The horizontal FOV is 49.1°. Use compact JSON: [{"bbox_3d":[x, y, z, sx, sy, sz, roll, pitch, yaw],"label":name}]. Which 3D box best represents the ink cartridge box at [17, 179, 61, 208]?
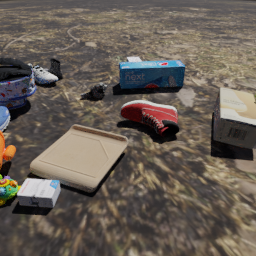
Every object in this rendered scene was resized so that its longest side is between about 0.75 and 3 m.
[{"bbox_3d":[-2.039,1.493,6.472,0.799,0.343,0.585,2,30,5],"label":"ink cartridge box"}]

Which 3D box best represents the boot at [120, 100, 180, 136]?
[{"bbox_3d":[0.676,-0.265,9.136,1.960,0.710,1.414,5,32,2],"label":"boot"}]

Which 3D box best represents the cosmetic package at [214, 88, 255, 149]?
[{"bbox_3d":[3.471,-0.407,9.082,1.232,0.833,2.343,13,33,8],"label":"cosmetic package"}]

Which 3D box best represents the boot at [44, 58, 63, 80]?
[{"bbox_3d":[-3.593,-2.898,13.318,1.372,0.903,0.479,20,37,30],"label":"boot"}]

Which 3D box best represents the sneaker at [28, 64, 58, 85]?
[{"bbox_3d":[-4.004,-2.459,12.792,1.965,0.712,0.706,20,35,28],"label":"sneaker"}]

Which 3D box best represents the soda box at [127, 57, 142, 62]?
[{"bbox_3d":[0.401,-2.907,13.632,0.643,0.601,1.888,-5,32,-8],"label":"soda box"}]

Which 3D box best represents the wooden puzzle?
[{"bbox_3d":[-1.264,0.773,7.718,1.975,0.397,2.135,13,38,20],"label":"wooden puzzle"}]

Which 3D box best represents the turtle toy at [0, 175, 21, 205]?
[{"bbox_3d":[-2.946,1.373,6.579,0.874,0.442,0.637,21,37,31],"label":"turtle toy"}]

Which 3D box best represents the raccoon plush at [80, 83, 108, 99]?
[{"bbox_3d":[-1.388,-1.584,11.539,1.124,0.544,0.753,-3,23,-4],"label":"raccoon plush"}]

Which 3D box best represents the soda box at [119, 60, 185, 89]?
[{"bbox_3d":[1.033,-2.370,12.374,2.802,0.951,0.899,-3,31,-5],"label":"soda box"}]

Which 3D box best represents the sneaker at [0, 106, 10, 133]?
[{"bbox_3d":[-4.697,-0.165,8.543,0.961,1.091,2.446,16,34,25],"label":"sneaker"}]

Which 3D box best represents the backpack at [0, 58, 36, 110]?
[{"bbox_3d":[-4.504,-1.599,10.414,2.072,1.676,2.176,-15,40,-12],"label":"backpack"}]

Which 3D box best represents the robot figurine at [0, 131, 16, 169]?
[{"bbox_3d":[-3.793,0.610,7.206,1.430,1.159,1.988,-25,35,-2],"label":"robot figurine"}]
